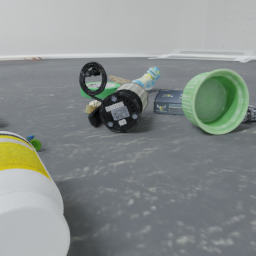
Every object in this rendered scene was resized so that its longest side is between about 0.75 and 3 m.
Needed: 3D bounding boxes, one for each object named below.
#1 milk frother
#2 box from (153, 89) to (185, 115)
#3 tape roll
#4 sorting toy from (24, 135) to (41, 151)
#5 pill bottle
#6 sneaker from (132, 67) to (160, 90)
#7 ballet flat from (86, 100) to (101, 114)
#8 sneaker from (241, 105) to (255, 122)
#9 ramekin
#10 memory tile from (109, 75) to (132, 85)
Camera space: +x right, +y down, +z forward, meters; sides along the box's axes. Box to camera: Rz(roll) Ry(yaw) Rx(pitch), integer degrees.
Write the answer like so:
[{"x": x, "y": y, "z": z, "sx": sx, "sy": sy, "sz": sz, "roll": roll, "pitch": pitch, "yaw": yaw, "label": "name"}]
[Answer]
[{"x": -0.492, "y": -1.390, "z": 10.905, "sx": 2.315, "sy": 2.565, "sz": 2.413, "roll": -1, "pitch": 18, "yaw": 11, "label": "milk frother"}, {"x": 2.591, "y": -1.215, "z": 13.109, "sx": 2.579, "sy": 0.658, "sz": 2.034, "roll": 4, "pitch": 24, "yaw": 13, "label": "box"}, {"x": -1.583, "y": -2.241, "z": 16.415, "sx": 2.349, "sy": 0.565, "sz": 2.349, "roll": 1, "pitch": 19, "yaw": 0, "label": "tape roll"}, {"x": -2.986, "y": 0.447, "z": 8.706, "sx": 0.769, "sy": 0.462, "sz": 0.315, "roll": 2, "pitch": 14, "yaw": 13, "label": "sorting toy"}, {"x": -2.041, "y": 1.193, "z": 4.718, "sx": 1.614, "sy": 1.614, "sz": 2.825, "roll": -10, "pitch": 21, "yaw": -27, "label": "pill bottle"}, {"x": 1.101, "y": -2.998, "z": 16.720, "sx": 0.927, "sy": 1.521, "sz": 2.330, "roll": 43, "pitch": 28, "yaw": 12, "label": "sneaker"}, {"x": -1.515, "y": -1.046, "z": 13.053, "sx": 0.518, "sy": 0.475, "sz": 1.508, "roll": 5, "pitch": 19, "yaw": 14, "label": "ballet flat"}, {"x": 5.125, "y": -0.496, "z": 11.225, "sx": 1.010, "sy": 0.669, "sz": 1.774, "roll": -14, "pitch": 18, "yaw": -34, "label": "sneaker"}, {"x": 3.110, "y": -0.987, "z": 10.273, "sx": 2.300, "sy": 2.300, "sz": 1.124, "roll": -6, "pitch": 12, "yaw": -16, "label": "ramekin"}, {"x": -0.290, "y": -2.992, "z": 18.348, "sx": 1.693, "sy": 0.185, "sz": 2.208, "roll": 11, "pitch": 19, "yaw": -22, "label": "memory tile"}]
